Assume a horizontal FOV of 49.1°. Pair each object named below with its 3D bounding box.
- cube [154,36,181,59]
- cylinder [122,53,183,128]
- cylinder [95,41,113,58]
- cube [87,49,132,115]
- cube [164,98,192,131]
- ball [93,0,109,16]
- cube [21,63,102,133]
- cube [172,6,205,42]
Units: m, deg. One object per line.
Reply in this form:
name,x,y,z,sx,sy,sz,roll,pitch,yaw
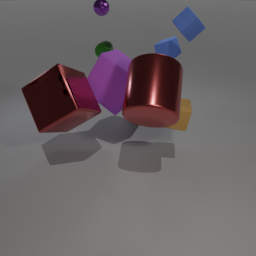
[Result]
cube,1.546,-3.060,10.884,0.700,0.700,0.700,-5,27,39
cylinder,0.625,-0.888,6.993,1.400,1.400,1.400,5,71,9
cylinder,-1.094,-3.603,12.903,0.700,0.700,0.700,6,27,11
cube,-0.382,-1.525,9.107,1.400,1.400,1.400,37,27,3
cube,1.424,-0.426,8.213,0.700,0.700,0.700,10,35,1
ball,-1.156,-5.240,12.170,0.700,0.700,0.700,0,28,0
cube,-1.870,-0.781,8.051,1.400,1.400,1.400,-28,-9,19
cube,2.089,-3.564,9.634,0.700,0.700,0.700,26,33,-47
